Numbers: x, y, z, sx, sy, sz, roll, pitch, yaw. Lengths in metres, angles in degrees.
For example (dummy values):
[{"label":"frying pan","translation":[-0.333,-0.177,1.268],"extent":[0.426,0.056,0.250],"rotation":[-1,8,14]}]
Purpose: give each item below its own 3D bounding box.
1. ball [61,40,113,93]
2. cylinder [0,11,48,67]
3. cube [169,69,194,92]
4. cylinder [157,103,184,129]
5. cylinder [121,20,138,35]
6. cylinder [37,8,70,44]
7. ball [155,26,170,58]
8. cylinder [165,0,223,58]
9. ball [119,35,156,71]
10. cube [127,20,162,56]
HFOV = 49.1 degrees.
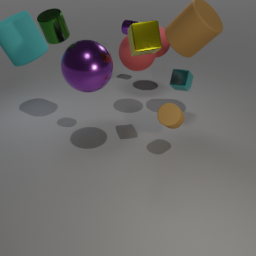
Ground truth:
[{"label":"ball","translation":[-1.101,-1.663,7.590],"extent":[1.400,1.400,1.400],"rotation":[0,30,0]},{"label":"cylinder","translation":[-3.739,-3.098,9.743],"extent":[1.400,1.400,1.400],"rotation":[-17,35,13]},{"label":"cube","translation":[2.222,-1.977,11.610],"extent":[0.700,0.700,0.700],"rotation":[12,-5,30]},{"label":"cylinder","translation":[1.316,-0.359,8.553],"extent":[0.700,0.700,0.700],"rotation":[14,-3,22]},{"label":"cylinder","translation":[0.150,-4.902,13.749],"extent":[0.700,0.700,0.700],"rotation":[22,36,29]},{"label":"cylinder","translation":[-2.059,-2.817,7.771],"extent":[0.700,0.700,0.700],"rotation":[-7,49,8]},{"label":"ball","translation":[1.268,-3.976,12.960],"extent":[1.400,1.400,1.400],"rotation":[0,30,0]},{"label":"cylinder","translation":[2.228,-3.378,9.545],"extent":[1.400,1.400,1.400],"rotation":[20,53,-29]},{"label":"ball","translation":[0.351,-2.830,10.441],"extent":[1.400,1.400,1.400],"rotation":[0,30,0]},{"label":"cube","translation":[0.419,-2.318,7.294],"extent":[0.700,0.700,0.700],"rotation":[-10,6,-7]}]
